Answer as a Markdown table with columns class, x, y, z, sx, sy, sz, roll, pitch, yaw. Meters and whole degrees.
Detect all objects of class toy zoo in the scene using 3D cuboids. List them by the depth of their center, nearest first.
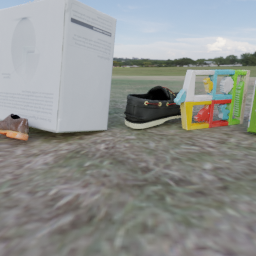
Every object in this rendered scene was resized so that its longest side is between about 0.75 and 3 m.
| class | x | y | z | sx | sy | sz | roll | pitch | yaw |
| --- | --- | --- | --- | --- | --- | --- | --- | --- | --- |
| toy zoo | 2.315 | -0.801 | 7.762 | 2.444 | 1.603 | 0.250 | -6 | 17 | -25 |

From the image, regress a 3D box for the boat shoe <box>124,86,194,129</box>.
| class | x | y | z | sx | sy | sz | roll | pitch | yaw |
| --- | --- | --- | --- | --- | --- | --- | --- | --- | --- |
| boat shoe | 1.086 | -0.770 | 8.408 | 1.078 | 0.924 | 2.947 | 21 | 27 | 41 |

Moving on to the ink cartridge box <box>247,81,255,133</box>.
| class | x | y | z | sx | sy | sz | roll | pitch | yaw |
| --- | --- | --- | --- | --- | --- | --- | --- | --- | --- |
| ink cartridge box | 3.725 | -1.432 | 6.736 | 1.029 | 2.716 | 2.008 | 11 | 37 | 28 |

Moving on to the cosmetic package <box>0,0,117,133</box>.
| class | x | y | z | sx | sy | sz | roll | pitch | yaw |
| --- | --- | --- | --- | --- | --- | --- | --- | --- | --- |
| cosmetic package | -2.071 | -1.540 | 7.548 | 2.974 | 2.983 | 1.834 | 10 | 6 | 36 |

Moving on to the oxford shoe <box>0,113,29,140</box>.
| class | x | y | z | sx | sy | sz | roll | pitch | yaw |
| --- | --- | --- | --- | --- | --- | --- | --- | --- | --- |
| oxford shoe | -2.708 | -0.065 | 6.574 | 1.461 | 0.533 | 0.521 | 10 | -5 | 42 |
